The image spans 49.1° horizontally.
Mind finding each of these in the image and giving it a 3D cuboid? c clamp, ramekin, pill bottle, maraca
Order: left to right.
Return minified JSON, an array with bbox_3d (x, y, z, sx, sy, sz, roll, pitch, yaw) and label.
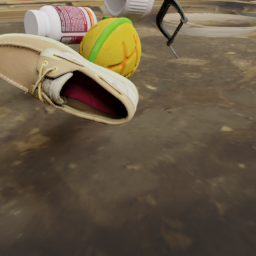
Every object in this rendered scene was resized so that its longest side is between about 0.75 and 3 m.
[{"bbox_3d":[-2.024,-3.117,8.550,2.002,1.131,1.131,-19,35,-42],"label":"pill bottle"},{"bbox_3d":[-0.326,-1.620,6.353,1.255,1.608,2.346,37,9,8],"label":"maraca"},{"bbox_3d":[-0.073,-4.254,8.702,0.880,1.890,1.890,-16,34,-31],"label":"ramekin"},{"bbox_3d":[1.688,-3.791,10.421,0.269,1.985,1.696,-33,78,-18],"label":"c clamp"}]

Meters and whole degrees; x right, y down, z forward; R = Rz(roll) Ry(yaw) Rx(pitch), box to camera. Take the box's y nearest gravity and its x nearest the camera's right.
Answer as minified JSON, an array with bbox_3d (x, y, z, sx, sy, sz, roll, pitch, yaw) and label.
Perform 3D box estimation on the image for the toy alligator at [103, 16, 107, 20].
[{"bbox_3d":[-1.061,-3.990,11.790,0.475,1.602,0.435,-16,72,-24],"label":"toy alligator"}]

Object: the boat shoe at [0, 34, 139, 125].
[{"bbox_3d":[-0.989,-0.722,4.252,2.476,0.916,0.822,17,25,-8],"label":"boat shoe"}]
